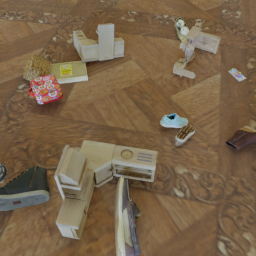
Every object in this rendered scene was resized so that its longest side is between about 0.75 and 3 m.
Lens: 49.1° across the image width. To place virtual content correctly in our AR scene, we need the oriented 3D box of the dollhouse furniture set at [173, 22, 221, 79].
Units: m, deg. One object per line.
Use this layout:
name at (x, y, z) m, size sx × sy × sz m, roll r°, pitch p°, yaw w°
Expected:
dollhouse furniture set at (3.304, -3.692, 13.174) m, size 1.244 × 1.456 × 2.810 m, roll 24°, pitch 55°, yaw 20°

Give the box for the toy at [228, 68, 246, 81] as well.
toy at (5.106, -2.530, 13.050) m, size 0.440 × 0.180 × 0.764 m, roll -24°, pitch 56°, yaw -17°

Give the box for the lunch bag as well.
lunch bag at (-3.500, -1.632, 11.738) m, size 1.276 × 0.593 × 1.448 m, roll -20°, pitch 46°, yaw -14°

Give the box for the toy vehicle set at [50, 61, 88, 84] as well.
toy vehicle set at (-2.865, -2.588, 13.045) m, size 1.884 × 0.250 × 1.170 m, roll -8°, pitch 52°, yaw -6°

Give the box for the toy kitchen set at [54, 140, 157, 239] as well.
toy kitchen set at (-0.559, 1.635, 8.353) m, size 2.595 × 2.346 × 2.876 m, roll 8°, pitch 52°, yaw 6°

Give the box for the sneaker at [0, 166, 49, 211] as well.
sneaker at (-3.713, 1.960, 9.187) m, size 2.199 × 0.822 × 1.168 m, roll -3°, pitch 46°, yaw -13°

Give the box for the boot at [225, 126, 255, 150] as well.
boot at (4.444, 0.495, 10.276) m, size 1.133 × 0.493 × 1.362 m, roll -35°, pitch 33°, yaw -14°

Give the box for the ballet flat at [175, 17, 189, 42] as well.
ballet flat at (2.931, -5.232, 14.906) m, size 0.678 × 0.678 × 1.917 m, roll -8°, pitch 52°, yaw -6°

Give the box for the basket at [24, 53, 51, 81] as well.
basket at (-4.175, -2.610, 12.847) m, size 0.924 × 0.885 × 1.240 m, roll 25°, pitch 40°, yaw -33°

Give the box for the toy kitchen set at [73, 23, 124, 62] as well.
toy kitchen set at (-1.447, -4.477, 13.585) m, size 2.061 × 1.681 × 1.859 m, roll -13°, pitch 44°, yaw -19°

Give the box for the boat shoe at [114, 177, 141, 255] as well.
boat shoe at (-0.005, 2.667, 8.547) m, size 0.783 × 0.869 × 2.417 m, roll 4°, pitch 52°, yaw -7°

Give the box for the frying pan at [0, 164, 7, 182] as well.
frying pan at (-4.933, 1.474, 9.877) m, size 1.401 × 0.228 × 0.847 m, roll 23°, pitch 55°, yaw 14°

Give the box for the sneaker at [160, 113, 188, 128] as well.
sneaker at (1.889, -0.316, 10.922) m, size 1.252 × 0.513 × 0.463 m, roll -5°, pitch 47°, yaw -28°

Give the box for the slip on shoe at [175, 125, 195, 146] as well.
slip on shoe at (2.164, 0.290, 10.703) m, size 0.478 × 0.381 × 1.257 m, roll 28°, pitch 39°, yaw 19°
